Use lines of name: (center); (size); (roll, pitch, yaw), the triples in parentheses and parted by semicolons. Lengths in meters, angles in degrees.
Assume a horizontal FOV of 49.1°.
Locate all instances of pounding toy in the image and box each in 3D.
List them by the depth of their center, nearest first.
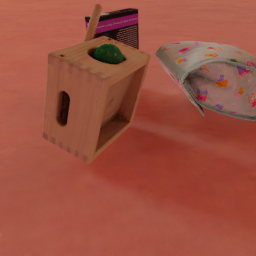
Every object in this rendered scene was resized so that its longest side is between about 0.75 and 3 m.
pounding toy: (-0.778, -1.128, 6.344); (1.834, 2.579, 2.375); (26, 36, 16)

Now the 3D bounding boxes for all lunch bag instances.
lunch bag: (2.276, -1.484, 7.816); (2.775, 1.692, 2.364); (7, 31, -17)

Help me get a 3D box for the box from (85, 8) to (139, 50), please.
box: (-0.375, -2.117, 8.297); (0.447, 2.474, 1.768); (21, 37, 36)
